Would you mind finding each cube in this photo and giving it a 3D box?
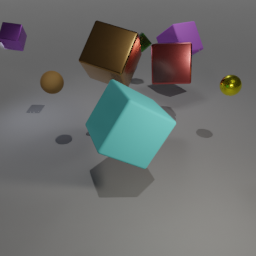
[{"bbox_3d":[-4.192,-3.323,10.219,0.700,0.700,0.700,7,74,-2],"label":"cube"},{"bbox_3d":[1.637,-2.435,10.421,1.400,1.400,1.400,1,18,11],"label":"cube"},{"bbox_3d":[0.007,-0.099,6.818,1.400,1.400,1.400,23,18,-31],"label":"cube"},{"bbox_3d":[0.726,-4.520,14.770,0.700,0.700,0.700,-40,20,11],"label":"cube"},{"bbox_3d":[2.469,-4.085,13.440,1.400,1.400,1.400,-20,1,-30],"label":"cube"},{"bbox_3d":[-0.497,-2.235,8.809,1.400,1.400,1.400,20,-8,10],"label":"cube"}]

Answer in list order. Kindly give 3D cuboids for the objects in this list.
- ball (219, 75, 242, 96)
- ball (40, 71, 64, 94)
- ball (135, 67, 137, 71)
[{"bbox_3d":[3.388,-1.407,9.249,0.700,0.700,0.700,0,29,0],"label":"ball"},{"bbox_3d":[-2.308,-1.387,8.508,0.700,0.700,0.700,0,29,0],"label":"ball"},{"bbox_3d":[-0.313,-2.597,10.940,1.400,1.400,1.400,0,29,0],"label":"ball"}]
